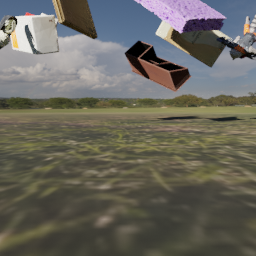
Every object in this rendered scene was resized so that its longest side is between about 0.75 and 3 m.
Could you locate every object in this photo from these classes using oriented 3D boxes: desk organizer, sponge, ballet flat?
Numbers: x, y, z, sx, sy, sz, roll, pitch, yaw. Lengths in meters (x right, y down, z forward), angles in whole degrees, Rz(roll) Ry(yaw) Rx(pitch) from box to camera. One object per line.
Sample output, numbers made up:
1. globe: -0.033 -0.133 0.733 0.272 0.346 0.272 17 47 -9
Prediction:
1. desk organizer: 1.080 -2.430 10.733 2.575 0.924 0.991 35 -16 41
2. sponge: 1.025 -3.172 7.013 1.452 0.388 2.602 -19 54 -34
3. ballet flat: -3.653 -2.784 8.247 0.541 1.481 0.541 10 -30 6

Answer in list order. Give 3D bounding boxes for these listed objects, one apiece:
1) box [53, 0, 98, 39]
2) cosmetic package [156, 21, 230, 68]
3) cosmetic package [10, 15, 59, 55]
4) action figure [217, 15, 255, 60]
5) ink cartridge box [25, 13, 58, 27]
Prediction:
1. box: -1.716 -3.851 8.835 0.220 1.692 2.070 -17 -2 22
2. cosmetic package: 2.220 -3.192 9.729 2.278 1.198 0.810 28 20 -5
3. cosmetic package: -3.343 -3.278 9.757 0.828 1.179 2.324 -20 28 -35
4. action figure: 3.451 -2.757 8.484 1.507 1.458 0.788 30 -3 26
5. ink cartridge box: -3.781 -4.059 11.559 1.362 1.546 0.346 18 -23 -11
